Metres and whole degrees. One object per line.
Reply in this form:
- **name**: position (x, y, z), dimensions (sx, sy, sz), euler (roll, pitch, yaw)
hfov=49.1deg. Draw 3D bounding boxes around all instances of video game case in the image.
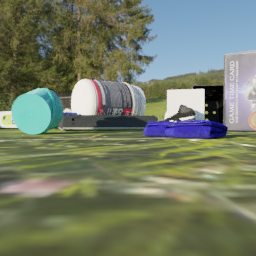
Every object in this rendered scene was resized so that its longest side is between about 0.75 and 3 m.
- **video game case**: position (-3.726, -0.307, 10.698), dimensions (2.422, 0.607, 2.672), euler (1, 2, 34)
- **video game case**: position (3.766, -0.921, 6.707), dimensions (2.880, 2.057, 0.273), euler (1, 2, 37)

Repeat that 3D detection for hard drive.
- **hard drive**: position (-0.700, -0.180, 8.806), dimensions (2.786, 0.458, 1.944), euler (0, 2, -17)

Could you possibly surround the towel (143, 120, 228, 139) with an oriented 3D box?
- **towel**: position (1.015, 0.005, 4.945), dimensions (1.248, 0.309, 0.922), euler (1, 3, 36)

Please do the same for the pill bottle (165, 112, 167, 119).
- **pill bottle**: position (3.001, -0.586, 16.390), dimensions (1.518, 0.868, 0.868), euler (-1, 2, -23)

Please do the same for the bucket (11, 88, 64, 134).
- **bucket**: position (-1.953, -0.347, 6.074), dimensions (1.017, 1.017, 0.662), euler (0, 13, 7)

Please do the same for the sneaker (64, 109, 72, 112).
- **sneaker**: position (-2.605, -0.459, 14.976), dimensions (2.379, 0.927, 1.182), euler (10, -1, 43)

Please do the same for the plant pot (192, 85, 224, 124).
- **plant pot**: position (4.525, -1.062, 15.579), dimensions (2.150, 2.145, 1.907), euler (0, -11, 4)

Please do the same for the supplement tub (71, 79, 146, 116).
- **supplement tub**: position (-0.835, -1.034, 12.107), dimensions (2.809, 1.972, 1.972), euler (-2, 2, -35)

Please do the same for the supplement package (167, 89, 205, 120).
- **supplement package**: position (2.816, -0.920, 13.521), dimensions (1.694, 1.682, 2.232), euler (0, 2, 13)

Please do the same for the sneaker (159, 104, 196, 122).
- **sneaker**: position (2.077, -0.516, 11.902), dimensions (1.729, 0.967, 0.632), euler (1, 2, 35)

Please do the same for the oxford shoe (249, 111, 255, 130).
- **oxford shoe**: position (2.905, -0.031, 4.744), dimensions (1.586, 0.561, 0.585), euler (5, -16, 25)
